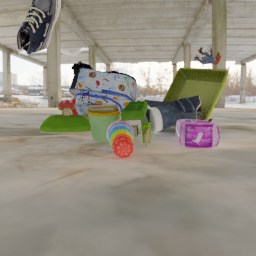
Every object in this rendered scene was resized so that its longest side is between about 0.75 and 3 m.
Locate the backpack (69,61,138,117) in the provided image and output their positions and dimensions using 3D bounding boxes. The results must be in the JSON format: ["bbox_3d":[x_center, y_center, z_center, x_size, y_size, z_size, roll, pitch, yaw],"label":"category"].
[{"bbox_3d":[-0.859,-1.208,10.854,2.453,1.984,2.575,0,-16,5],"label":"backpack"}]

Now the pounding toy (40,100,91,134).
[{"bbox_3d":[-1.829,-0.415,9.326,1.704,1.025,2.208,5,7,42],"label":"pounding toy"}]

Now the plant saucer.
[{"bbox_3d":[2.359,-1.039,10.208,0.555,2.319,2.316,30,-6,-38],"label":"plant saucer"}]

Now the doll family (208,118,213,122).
[{"bbox_3d":[2.552,-0.343,10.714,0.578,0.851,1.472,-45,29,-15],"label":"doll family"}]

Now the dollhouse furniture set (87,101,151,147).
[{"bbox_3d":[-0.280,-0.018,6.270,1.482,0.971,0.744,-2,22,14],"label":"dollhouse furniture set"}]

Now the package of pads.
[{"bbox_3d":[1.571,0.094,6.496,0.856,0.537,1.420,1,5,7],"label":"package of pads"}]

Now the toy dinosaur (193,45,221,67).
[{"bbox_3d":[2.594,-2.213,8.858,1.182,0.621,1.073,21,19,-45],"label":"toy dinosaur"}]

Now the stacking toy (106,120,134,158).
[{"bbox_3d":[-0.113,0.221,5.323,0.590,0.590,1.383,0,9,-5],"label":"stacking toy"}]

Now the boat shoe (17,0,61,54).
[{"bbox_3d":[-2.634,-3.158,8.174,0.814,2.179,1.011,26,37,4],"label":"boat shoe"}]

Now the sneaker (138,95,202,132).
[{"bbox_3d":[1.462,-0.577,9.847,1.975,1.039,2.733,-13,17,-9],"label":"sneaker"}]

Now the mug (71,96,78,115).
[{"bbox_3d":[-1.594,-1.161,14.788,2.404,1.604,2.134,-7,7,-32],"label":"mug"}]
